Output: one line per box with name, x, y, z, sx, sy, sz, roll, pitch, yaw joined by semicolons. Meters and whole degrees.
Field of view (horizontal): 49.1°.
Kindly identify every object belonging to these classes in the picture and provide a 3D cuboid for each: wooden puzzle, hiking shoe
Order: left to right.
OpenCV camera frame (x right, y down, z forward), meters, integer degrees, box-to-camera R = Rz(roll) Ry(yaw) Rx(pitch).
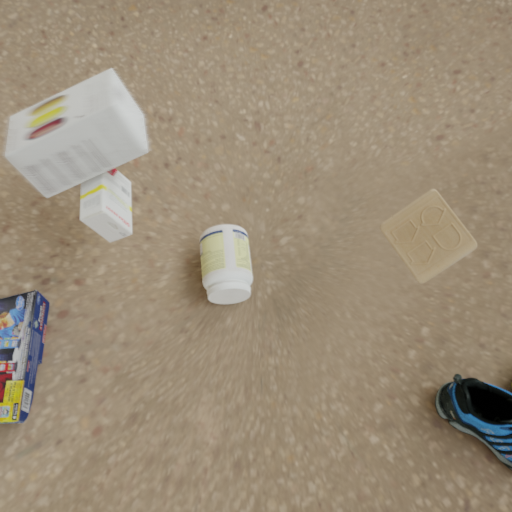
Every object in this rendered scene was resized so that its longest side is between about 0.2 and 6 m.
wooden puzzle;2.722;-0.305;8.909;1.072;0.268;1.157;-35;81;10
hiking shoe;4.508;3.060;9.681;2.796;1.212;1.040;26;67;12

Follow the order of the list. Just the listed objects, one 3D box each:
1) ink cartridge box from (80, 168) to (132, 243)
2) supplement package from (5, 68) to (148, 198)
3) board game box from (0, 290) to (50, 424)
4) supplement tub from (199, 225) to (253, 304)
ink cartridge box;-2.671;-0.984;9.991;0.507;0.881;1.214;-20;57;17
supplement package;-2.983;-2.027;9.381;1.989;1.090;1.131;-23;50;8
board game box;-5.353;1.932;10.473;2.467;0.761;2.468;-2;65;0
supplement tub;-0.597;0.177;11.177;0.999;0.999;1.378;-5;65;-3
